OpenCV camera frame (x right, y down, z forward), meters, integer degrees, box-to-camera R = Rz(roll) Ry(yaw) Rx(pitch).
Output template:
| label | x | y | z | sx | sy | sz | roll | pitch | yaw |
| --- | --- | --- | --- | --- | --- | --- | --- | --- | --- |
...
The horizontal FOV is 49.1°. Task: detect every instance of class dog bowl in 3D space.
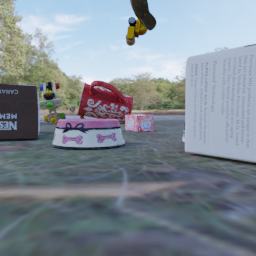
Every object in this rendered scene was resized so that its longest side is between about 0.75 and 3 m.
| label | x | y | z | sx | sy | sz | roll | pitch | yaw |
| --- | --- | --- | --- | --- | --- | --- | --- | --- | --- |
| dog bowl | -0.642 | 0.071 | 4.621 | 1.189 | 0.439 | 1.189 | -1 | 3 | 0 |

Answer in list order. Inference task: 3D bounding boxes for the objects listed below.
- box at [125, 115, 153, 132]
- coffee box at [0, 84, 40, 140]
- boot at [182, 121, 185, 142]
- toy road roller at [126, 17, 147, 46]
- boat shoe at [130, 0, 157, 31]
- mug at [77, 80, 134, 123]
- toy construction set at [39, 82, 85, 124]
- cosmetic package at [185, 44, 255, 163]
| label | x | y | z | sx | sy | sz | roll | pitch | yaw |
| --- | --- | --- | --- | --- | --- | --- | --- | --- | --- |
| box | 0.309 | -0.155 | 8.327 | 0.518 | 0.478 | 1.010 | -1 | 3 | -21 |
| coffee box | -2.877 | -0.370 | 6.514 | 1.572 | 1.096 | 2.748 | -1 | 3 | -16 |
| boot | 1.203 | 0.075 | 4.898 | 0.319 | 0.396 | 0.878 | -1 | 3 | -19 |
| toy road roller | 0.411 | -4.368 | 12.720 | 0.896 | 1.227 | 0.754 | 9 | -7 | 5 |
| boat shoe | 0.376 | -3.635 | 8.621 | 0.482 | 0.514 | 1.427 | 45 | -2 | 43 |
| mug | -1.047 | -1.152 | 13.542 | 2.498 | 1.667 | 2.218 | 13 | -6 | -9 |
| toy construction set | -3.282 | -0.886 | 13.363 | 2.615 | 2.181 | 2.010 | 14 | 16 | -21 |
| cosmetic package | 1.639 | -0.267 | 3.324 | 1.240 | 1.241 | 1.504 | -2 | 4 | -37 |
